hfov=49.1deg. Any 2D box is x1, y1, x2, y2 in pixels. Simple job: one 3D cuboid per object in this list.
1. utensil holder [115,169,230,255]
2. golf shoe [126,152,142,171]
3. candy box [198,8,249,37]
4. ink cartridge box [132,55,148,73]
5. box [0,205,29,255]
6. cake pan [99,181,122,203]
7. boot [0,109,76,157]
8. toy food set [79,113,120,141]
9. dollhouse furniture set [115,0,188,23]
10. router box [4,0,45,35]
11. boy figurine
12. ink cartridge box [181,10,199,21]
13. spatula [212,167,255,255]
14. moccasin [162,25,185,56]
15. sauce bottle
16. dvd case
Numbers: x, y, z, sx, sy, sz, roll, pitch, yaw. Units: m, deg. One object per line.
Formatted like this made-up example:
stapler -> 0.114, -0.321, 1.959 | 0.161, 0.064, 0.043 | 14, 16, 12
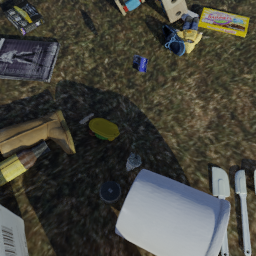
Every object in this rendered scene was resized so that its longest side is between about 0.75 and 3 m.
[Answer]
utensil holder -> 1.219, 2.582, 7.953 | 2.595, 2.205, 2.205 | 22, 64, 12
golf shoe -> 0.145, 1.172, 8.904 | 0.455, 1.163, 0.565 | 27, 96, 4
candy box -> 4.444, -4.935, 13.024 | 2.181, 0.288, 1.115 | 17, 61, 9
ink cartridge box -> 0.419, -2.295, 9.968 | 0.191, 0.485, 0.976 | 1, 20, -22
box -> -3.893, 3.697, 7.077 | 2.275, 2.655, 2.642 | -16, 64, -12
cake pan -> -0.588, 2.119, 9.348 | 0.763, 0.140, 0.763 | 0, 62, 0
boot -> -3.226, 0.492, 9.893 | 2.401, 0.794, 2.103 | -22, 51, -13
toy food set -> -1.011, 0.074, 10.311 | 1.442, 0.471, 0.848 | 27, 41, 12
dollhouse furniture set -> 1.027, -5.694, 12.848 | 2.623, 1.838, 1.849 | -30, 65, 12
router box -> -4.828, -5.163, 13.075 | 1.210, 0.402, 1.539 | -38, 68, -18
boy figurine -> 2.678, -4.132, 12.428 | 1.178, 0.610, 1.894 | 13, 60, 5
ink cartridge box -> 2.827, -5.265, 13.269 | 0.829, 0.208, 0.668 | 34, 67, 22
spatula -> 3.794, 2.678, 9.006 | 2.030, 0.234, 2.919 | 5, 62, 1
moccasin -> 1.869, -3.795, 12.164 | 0.610, 0.720, 1.788 | 13, 41, -37
sauce bottle -> -3.703, 1.203, 9.526 | 2.176, 0.704, 0.704 | -32, 66, -16
dvd case -> -4.486, -2.931, 11.989 | 2.798, 0.223, 2.081 | 5, 62, 3
